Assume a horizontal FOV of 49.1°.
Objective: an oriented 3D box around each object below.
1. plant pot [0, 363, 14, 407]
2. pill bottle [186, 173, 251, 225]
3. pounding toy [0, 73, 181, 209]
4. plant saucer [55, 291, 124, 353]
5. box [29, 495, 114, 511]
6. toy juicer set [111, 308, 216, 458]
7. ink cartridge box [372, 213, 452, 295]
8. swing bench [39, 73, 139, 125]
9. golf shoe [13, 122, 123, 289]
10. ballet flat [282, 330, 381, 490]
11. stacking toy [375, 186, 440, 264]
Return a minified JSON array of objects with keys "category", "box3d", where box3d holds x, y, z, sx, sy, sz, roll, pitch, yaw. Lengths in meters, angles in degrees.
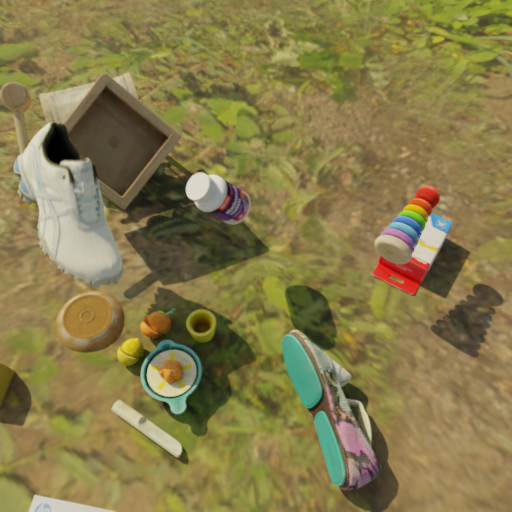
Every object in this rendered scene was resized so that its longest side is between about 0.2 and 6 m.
[{"category":"plant pot","box3d":[-4.407,1.971,8.942,0.668,0.687,0.672,7,57,5]},{"category":"pill bottle","box3d":[-0.612,-0.932,8.973,0.607,1.090,0.607,-10,72,31]},{"category":"pounding toy","box3d":[-3.153,-2.042,9.865,2.683,1.227,2.357,38,89,-18]},{"category":"plant saucer","box3d":[-2.929,1.094,9.785,1.197,0.212,1.197,0,57,0]},{"category":"box","box3d":[-2.653,4.345,7.618,1.390,0.367,1.783,9,57,6]},{"category":"toy juicer set","box3d":[-1.620,1.854,9.043,1.507,0.645,2.369,11,59,7]},{"category":"ink cartridge box","box3d":[2.886,-0.135,10.384,0.892,0.516,1.536,27,62,17]},{"category":"swing bench","box3d":[-3.080,-2.445,11.092,1.754,1.764,1.144,-18,55,-10]},{"category":"golf shoe","box3d":[-2.729,-0.790,8.335,1.039,1.290,2.654,-21,70,-47]},{"category":"ballet flat","box3d":[1.202,2.298,8.741,0.896,0.871,2.519,-8,61,-27]},{"category":"stacking toy","box3d":[2.544,-0.590,9.183,0.625,0.625,1.464,29,68,17]}]
